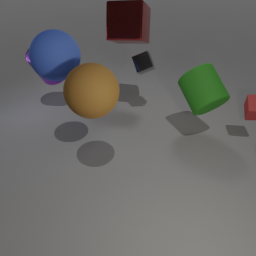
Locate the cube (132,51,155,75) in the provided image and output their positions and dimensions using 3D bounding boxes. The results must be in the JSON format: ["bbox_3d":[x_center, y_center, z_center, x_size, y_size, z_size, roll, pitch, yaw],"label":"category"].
[{"bbox_3d":[0.647,-2.663,11.491,0.700,0.700,0.700,-19,0,14],"label":"cube"}]

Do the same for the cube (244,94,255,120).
[{"bbox_3d":[4.640,-0.733,10.129,0.700,0.700,0.700,2,64,12],"label":"cube"}]

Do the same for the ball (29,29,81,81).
[{"bbox_3d":[-2.026,-2.008,7.798,1.400,1.400,1.400,0,32,0],"label":"ball"}]

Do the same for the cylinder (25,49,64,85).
[{"bbox_3d":[-3.337,-2.783,11.848,1.400,1.400,1.400,-9,57,14],"label":"cylinder"}]

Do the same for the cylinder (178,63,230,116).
[{"bbox_3d":[2.732,-1.377,10.163,1.400,1.400,1.400,-17,74,-24],"label":"cylinder"}]

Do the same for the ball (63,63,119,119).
[{"bbox_3d":[-0.917,-0.933,7.065,1.400,1.400,1.400,0,32,0],"label":"ball"}]

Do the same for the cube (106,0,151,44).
[{"bbox_3d":[0.037,-4.079,10.914,1.400,1.400,1.400,5,12,16],"label":"cube"}]
